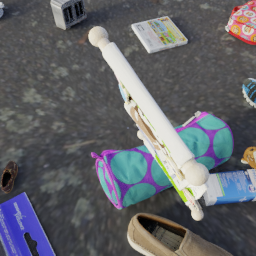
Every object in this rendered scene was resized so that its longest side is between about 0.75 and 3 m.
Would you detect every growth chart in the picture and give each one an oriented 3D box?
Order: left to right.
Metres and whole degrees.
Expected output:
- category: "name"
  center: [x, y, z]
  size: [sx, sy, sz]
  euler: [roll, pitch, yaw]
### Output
- category: "growth chart"
  center: [0.367, 0.145, 3.514]
  size: [0.244, 2.748, 1.989]
  euler: [-34, 65, -2]

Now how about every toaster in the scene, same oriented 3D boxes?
- category: "toaster"
  center: [-2.075, -4.173, 9.801]
  size: [0.679, 1.144, 1.034]
  euler: [35, 60, 28]

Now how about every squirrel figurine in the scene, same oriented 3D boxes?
- category: "squirrel figurine"
  center: [3.116, 0.939, 6.188]
  size: [0.897, 1.267, 1.183]
  euler: [-49, 47, 8]

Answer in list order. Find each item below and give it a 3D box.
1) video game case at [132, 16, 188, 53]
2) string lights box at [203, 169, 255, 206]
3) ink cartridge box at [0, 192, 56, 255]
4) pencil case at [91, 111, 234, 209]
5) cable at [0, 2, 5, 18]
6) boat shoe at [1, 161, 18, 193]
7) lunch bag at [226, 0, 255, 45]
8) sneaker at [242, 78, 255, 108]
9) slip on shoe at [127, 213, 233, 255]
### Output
- category: "video game case"
  center: [1.073, -3.268, 9.728]
  size: [1.429, 0.180, 1.571]
  euler: [-17, 55, -12]
- category: "string lights box"
  center: [2.304, 1.319, 6.251]
  size: [1.235, 0.364, 0.635]
  euler: [-4, 54, -3]
- category: "ink cartridge box"
  center: [-2.684, 2.659, 5.180]
  size: [2.485, 0.539, 2.461]
  euler: [-29, 58, -21]
- category: "pencil case"
  center: [0.774, 0.638, 6.138]
  size: [2.901, 1.235, 1.341]
  euler: [-22, 101, -16]
- category: "cable"
  center: [-5.219, -4.349, 10.396]
  size: [1.083, 0.375, 1.083]
  euler: [31, 61, 21]
- category: "boat shoe"
  center: [-2.752, 1.087, 6.480]
  size: [0.283, 0.282, 0.803]
  euler: [-6, 53, -3]
- category: "lunch bag"
  center: [4.311, -3.762, 9.737]
  size: [1.775, 0.727, 1.564]
  euler: [-38, 62, -24]
- category: "sneaker"
  center: [3.986, -0.792, 7.707]
  size: [0.765, 0.662, 1.766]
  euler: [-34, 69, -29]
- category: "slip on shoe"
  center: [1.077, 2.257, 5.280]
  size: [2.291, 0.694, 0.871]
  euler: [22, 43, 18]
